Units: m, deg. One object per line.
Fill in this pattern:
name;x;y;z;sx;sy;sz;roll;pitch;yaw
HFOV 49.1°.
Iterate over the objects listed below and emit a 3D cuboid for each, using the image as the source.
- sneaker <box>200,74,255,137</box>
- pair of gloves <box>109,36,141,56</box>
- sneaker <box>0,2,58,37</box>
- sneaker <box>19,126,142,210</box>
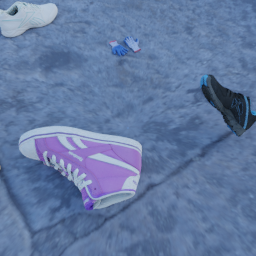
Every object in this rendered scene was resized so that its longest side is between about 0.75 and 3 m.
sneaker;2.471;-0.674;6.848;0.789;1.926;0.705;-40;27;11
pair of gloves;-0.076;-2.841;9.659;1.089;0.124;0.876;-23;57;-15
sneaker;-3.567;-4.111;10.123;2.281;0.914;0.802;-35;59;-25
sneaker;-1.190;0.930;6.309;2.940;1.065;1.676;5;57;4
